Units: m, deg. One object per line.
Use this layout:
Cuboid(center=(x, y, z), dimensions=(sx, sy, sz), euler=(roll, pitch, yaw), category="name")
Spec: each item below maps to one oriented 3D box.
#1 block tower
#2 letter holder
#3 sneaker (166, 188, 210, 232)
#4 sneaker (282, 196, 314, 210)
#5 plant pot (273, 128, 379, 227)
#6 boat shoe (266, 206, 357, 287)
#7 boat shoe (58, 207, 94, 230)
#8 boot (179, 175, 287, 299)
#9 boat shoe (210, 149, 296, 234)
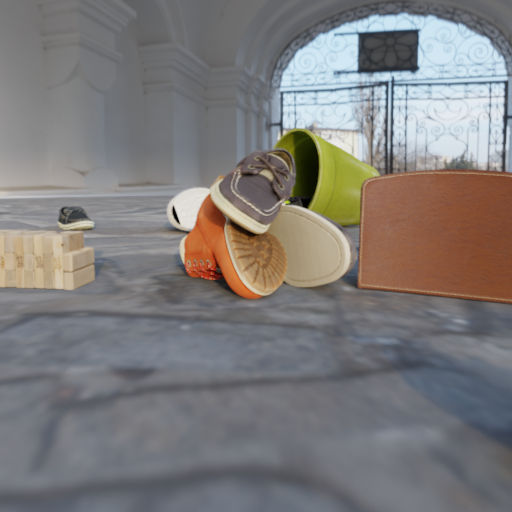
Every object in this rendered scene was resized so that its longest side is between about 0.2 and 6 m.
Cuboid(center=(-3.355, 0.022, 7.113), dimensions=(2.470, 0.667, 0.714), euler=(1, 7, 7), category="block tower")
Cuboid(center=(2.315, -0.288, 6.567), dimensions=(2.004, 1.425, 1.008), euler=(4, 9, 31), category="letter holder")
Cuboid(center=(-1.599, -1.103, 14.656), dimensions=(2.076, 1.142, 2.835), euler=(-14, 6, 46), category="sneaker")
Cuboid(center=(0.691, -1.189, 13.838), dimensions=(2.387, 0.856, 0.988), euler=(-11, -15, -36), category="sneaker")
Cuboid(center=(1.891, -1.823, 14.923), dimensions=(2.533, 2.631, 2.631), euler=(7, 3, -32), category="plant pot")
Cuboid(center=(0.529, -0.187, 7.485), dimensions=(0.864, 1.001, 2.755), euler=(-6, 7, -30), category="boat shoe")
Cuboid(center=(-4.843, -1.007, 14.918), dimensions=(0.721, 0.601, 1.932), euler=(-3, 9, -33), category="boat shoe")
Cuboid(center=(-0.370, 0.012, 6.945), dimensions=(0.850, 1.215, 2.267), euler=(31, 19, -27), category="boot")
Cuboid(center=(0.061, -0.912, 6.849), dimensions=(0.821, 0.740, 2.284), euler=(38, 20, -2), category="boat shoe")
